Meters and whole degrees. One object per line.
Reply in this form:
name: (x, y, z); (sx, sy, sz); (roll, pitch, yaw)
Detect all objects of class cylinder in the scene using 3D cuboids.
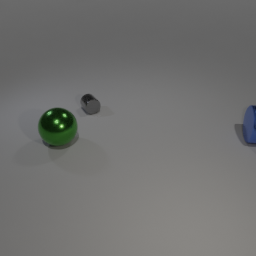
cylinder: (5.104, -0.095, 10.214); (1.400, 1.400, 1.400); (5, 34, 7)
cylinder: (-1.656, -1.062, 12.322); (0.700, 0.700, 0.700); (-16, 35, -23)

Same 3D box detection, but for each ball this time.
ball: (-2.530, -0.043, 10.131); (1.400, 1.400, 1.400); (0, 33, 0)
